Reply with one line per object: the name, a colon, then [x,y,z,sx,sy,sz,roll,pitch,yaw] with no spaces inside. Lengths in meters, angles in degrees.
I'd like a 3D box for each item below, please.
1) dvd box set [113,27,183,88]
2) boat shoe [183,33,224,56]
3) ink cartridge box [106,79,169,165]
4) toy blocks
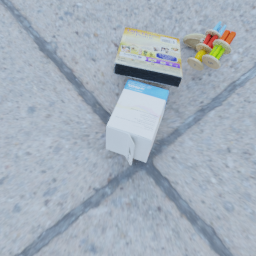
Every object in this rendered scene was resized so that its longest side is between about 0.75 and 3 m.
dvd box set: [0.686,-2.365,8.977,2.019,0.406,2.759,11,40,-3]
boat shoe: [2.674,-2.904,9.883,1.510,0.545,0.491,15,59,1]
ink cartridge box: [0.222,-0.109,8.063,1.289,1.323,2.058,18,57,8]
toy blocks: [2.837,-2.728,8.938,0.633,1.453,1.743,37,83,-23]
